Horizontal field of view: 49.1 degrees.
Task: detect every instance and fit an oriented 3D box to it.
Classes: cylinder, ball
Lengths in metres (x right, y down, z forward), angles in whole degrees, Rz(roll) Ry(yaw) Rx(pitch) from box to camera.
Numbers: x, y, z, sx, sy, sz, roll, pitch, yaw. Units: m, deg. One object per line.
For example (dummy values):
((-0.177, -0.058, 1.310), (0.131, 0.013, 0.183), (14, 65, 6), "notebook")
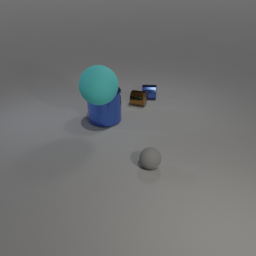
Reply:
((0.508, -1.410, 13.182), (0.700, 0.700, 0.700), (10, 30, 18), "cylinder")
((-0.980, -0.962, 11.629), (1.400, 1.400, 1.400), (0, 28, 0), "cylinder")
((-1.042, -1.514, 9.925), (1.400, 1.400, 1.400), (0, 29, 0), "ball")
((1.054, -1.792, 13.873), (0.700, 0.700, 0.700), (3, 29, 5), "cylinder")
((0.710, 0.956, 8.879), (0.700, 0.700, 0.700), (0, 29, 0), "ball")
